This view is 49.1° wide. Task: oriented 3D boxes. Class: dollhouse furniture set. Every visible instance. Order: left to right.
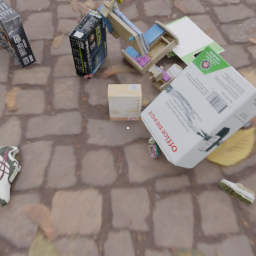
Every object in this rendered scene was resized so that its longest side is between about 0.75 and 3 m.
[{"bbox_3d":[0.728,-2.929,8.792,1.715,2.629,2.482,-42,65,0],"label":"dollhouse furniture set"}]

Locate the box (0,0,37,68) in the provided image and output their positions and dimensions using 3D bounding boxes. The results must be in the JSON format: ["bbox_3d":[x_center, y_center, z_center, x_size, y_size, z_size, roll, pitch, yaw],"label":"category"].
[{"bbox_3d":[-4.358,-3.593,9.841,0.617,1.954,2.478,-36,64,-20],"label":"box"}]

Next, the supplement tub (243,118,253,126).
[{"bbox_3d":[3.521,-0.599,8.360,0.606,0.989,0.606,11,30,-6],"label":"supplement tub"}]

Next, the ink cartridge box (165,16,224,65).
[{"bbox_3d":[2.169,-3.091,10.366,1.625,0.536,2.233,-28,64,-16],"label":"ink cartridge box"}]

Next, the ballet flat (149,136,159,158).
[{"bbox_3d":[0.759,0.503,8.294,0.300,0.291,0.843,-8,57,18],"label":"ballet flat"}]

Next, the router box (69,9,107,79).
[{"bbox_3d":[-1.268,-2.745,9.384,0.570,1.835,1.375,22,61,11],"label":"router box"}]

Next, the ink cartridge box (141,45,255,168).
[{"bbox_3d":[1.875,-0.477,7.423,2.642,1.098,1.937,-45,53,20],"label":"ink cartridge box"}]

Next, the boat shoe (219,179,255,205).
[{"bbox_3d":[2.928,1.655,7.526,0.966,0.361,0.330,34,60,9],"label":"boat shoe"}]

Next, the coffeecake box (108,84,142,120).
[{"bbox_3d":[-0.093,-0.747,8.470,0.958,1.248,0.456,-1,58,-1],"label":"coffeecake box"}]

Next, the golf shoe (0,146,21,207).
[{"bbox_3d":[-3.324,1.223,7.610,0.771,0.676,1.752,-12,59,-16],"label":"golf shoe"}]
